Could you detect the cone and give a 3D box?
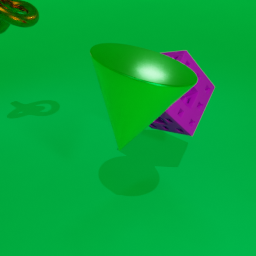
[{"bbox_3d":[0.047,-0.272,4.230,1.526,1.532,1.526,12,30,-7],"label":"cone"}]

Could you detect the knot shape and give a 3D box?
[{"bbox_3d":[-3.351,-2.998,6.747,2.035,0.940,1.905,6,-2,9],"label":"knot shape"}]

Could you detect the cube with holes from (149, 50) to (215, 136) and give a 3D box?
[{"bbox_3d":[0.852,-0.747,6.137,1.259,1.259,1.259,12,70,50],"label":"cube with holes"}]
